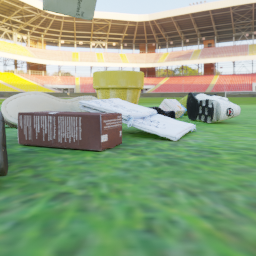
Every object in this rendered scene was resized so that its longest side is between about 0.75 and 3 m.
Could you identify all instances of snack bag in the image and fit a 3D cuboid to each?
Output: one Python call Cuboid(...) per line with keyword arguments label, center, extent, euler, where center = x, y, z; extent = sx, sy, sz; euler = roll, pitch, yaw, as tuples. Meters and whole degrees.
Cuboid(label="snack bag", center=(0.344, -0.274, 6.450), extent=(2.293, 0.245, 2.162), euler=(20, 13, 19))

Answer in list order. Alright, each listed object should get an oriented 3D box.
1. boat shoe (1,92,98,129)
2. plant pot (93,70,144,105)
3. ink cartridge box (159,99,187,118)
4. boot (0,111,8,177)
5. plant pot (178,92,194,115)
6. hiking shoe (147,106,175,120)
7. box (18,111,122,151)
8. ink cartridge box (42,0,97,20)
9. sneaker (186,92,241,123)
Cuboid(label="boat shoe", center=(-1.636, -0.260, 6.234), extent=(0.750, 0.905, 2.519), euler=(-32, -15, 38))
Cuboid(label="plant pot", center=(-0.357, -1.193, 10.638), extent=(1.939, 1.825, 1.939), euler=(0, 5, 0))
Cuboid(label="ink cartridge box", center=(1.914, -0.848, 12.205), extent=(0.784, 0.462, 1.363), euler=(46, 28, 23))
Cuboid(label="boot", center=(-2.114, 0.142, 2.763), extent=(1.576, 0.753, 2.087), euler=(-6, 7, -30))
Cuboid(label="plant pot", center=(2.965, -1.088, 14.307), extent=(1.199, 1.122, 1.122), euler=(-19, -8, 39))
Cuboid(label="hiking shoe", center=(0.893, -0.361, 9.255), extent=(0.768, 0.578, 1.526), euler=(-5, -9, 44))
Cuboid(label="box", center=(-0.991, 0.011, 4.805), extent=(1.630, 0.611, 0.816), euler=(4, 6, 21))
Cuboid(label="ink cartridge box", center=(-0.760, -2.889, 4.207), extent=(0.821, 1.954, 1.422), euler=(7, -29, -13))
Cuboid(label="sneaker", center=(3.059, -0.723, 10.355), extent=(1.262, 1.056, 2.851), euler=(-2, 15, -11))
